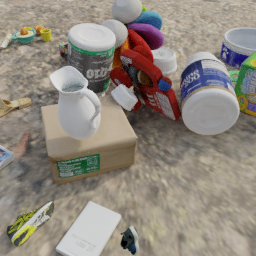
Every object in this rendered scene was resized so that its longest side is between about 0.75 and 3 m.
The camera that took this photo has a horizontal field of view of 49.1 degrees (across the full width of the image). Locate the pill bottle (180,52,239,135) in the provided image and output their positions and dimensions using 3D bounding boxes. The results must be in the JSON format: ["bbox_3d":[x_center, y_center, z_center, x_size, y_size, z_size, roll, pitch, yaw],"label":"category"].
[{"bbox_3d":[2.502,-1.279,9.056,1.613,1.613,2.907,4,41,5],"label":"pill bottle"}]

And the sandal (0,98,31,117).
[{"bbox_3d":[-4.090,-0.819,9.359,1.613,0.531,0.591,-23,46,-25],"label":"sandal"}]

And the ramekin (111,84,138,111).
[{"bbox_3d":[-0.085,-0.904,8.099,0.380,0.780,0.780,-45,42,15],"label":"ramekin"}]

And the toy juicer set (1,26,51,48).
[{"bbox_3d":[-5.103,-4.659,13.711,2.452,0.667,1.560,-18,44,-19],"label":"toy juicer set"}]

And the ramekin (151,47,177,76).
[{"bbox_3d":[1.314,-2.788,11.531,1.442,0.672,1.442,-1,41,0],"label":"ramekin"}]

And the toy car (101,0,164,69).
[{"bbox_3d":[0.290,-3.290,10.351,2.045,2.387,2.728,22,77,25],"label":"toy car"}]

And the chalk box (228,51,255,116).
[{"bbox_3d":[4.547,-1.465,9.214,2.734,1.693,1.701,27,47,27],"label":"chalk box"}]

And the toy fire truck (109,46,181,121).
[{"bbox_3d":[0.669,-1.338,8.665,1.983,2.361,1.324,30,70,36],"label":"toy fire truck"}]

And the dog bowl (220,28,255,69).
[{"bbox_3d":[5.274,-3.419,12.054,2.401,0.946,2.401,0,40,0],"label":"dog bowl"}]

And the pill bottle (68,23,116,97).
[{"bbox_3d":[-1.229,-1.900,9.009,1.406,2.487,1.406,6,47,-7],"label":"pill bottle"}]

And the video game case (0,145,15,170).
[{"bbox_3d":[-4.754,0.942,7.521,2.479,0.285,2.259,23,46,26],"label":"video game case"}]

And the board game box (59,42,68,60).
[{"bbox_3d":[-1.654,-3.457,12.372,2.127,0.603,1.758,-32,52,-32],"label":"board game box"}]

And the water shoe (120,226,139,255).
[{"bbox_3d":[0.003,2.170,5.322,0.333,0.845,0.302,-18,40,-19],"label":"water shoe"}]

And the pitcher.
[{"bbox_3d":[-0.979,-0.367,5.976,0.930,1.535,1.317,-34,53,-25],"label":"pitcher"}]

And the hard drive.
[{"bbox_3d":[-0.821,2.263,6.065,0.846,0.171,1.283,18,44,20],"label":"hard drive"}]

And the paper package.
[{"bbox_3d":[-1.092,0.210,7.688,2.240,1.159,2.135,-11,42,-14],"label":"paper package"}]

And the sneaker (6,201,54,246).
[{"bbox_3d":[-2.156,1.988,6.178,0.499,0.439,1.180,25,47,26],"label":"sneaker"}]
